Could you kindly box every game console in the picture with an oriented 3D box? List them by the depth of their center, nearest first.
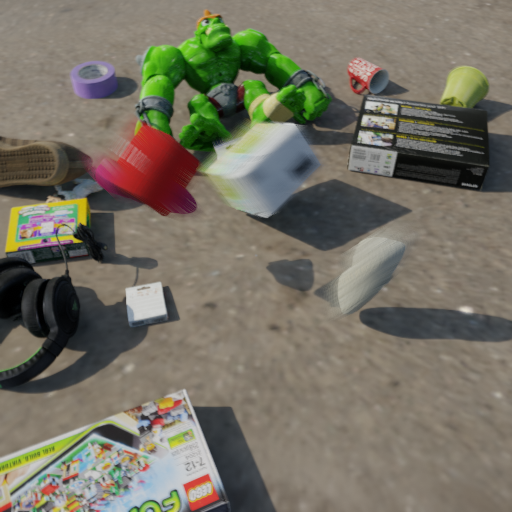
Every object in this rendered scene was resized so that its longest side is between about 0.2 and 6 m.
[{"bbox_3d":[-1.480,-1.232,8.104,0.864,0.595,1.002,26,77,23],"label":"game console"}]

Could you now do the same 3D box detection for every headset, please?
[{"bbox_3d":[-3.610,0.770,9.292,1.876,1.428,3.038,19,65,19],"label":"headset"}]

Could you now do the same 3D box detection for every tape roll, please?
[{"bbox_3d":[-4.143,-4.505,14.333,1.093,0.464,1.093,0,46,0],"label":"tape roll"}]

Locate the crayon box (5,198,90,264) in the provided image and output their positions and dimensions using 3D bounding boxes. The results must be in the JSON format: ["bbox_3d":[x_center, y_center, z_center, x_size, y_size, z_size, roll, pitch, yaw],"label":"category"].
[{"bbox_3d":[-3.911,-0.471,10.634,1.437,0.419,1.240,-8,46,-7],"label":"crayon box"}]

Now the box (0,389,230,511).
[{"bbox_3d":[-2.118,3.107,7.232,3.183,0.553,1.752,-18,50,-16],"label":"box"}]

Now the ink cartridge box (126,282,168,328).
[{"bbox_3d":[-1.893,0.834,9.621,0.647,0.200,0.798,-11,41,-9],"label":"ink cartridge box"}]

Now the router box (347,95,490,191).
[{"bbox_3d":[3.589,-2.556,12.343,2.840,0.725,2.118,11,48,10],"label":"router box"}]

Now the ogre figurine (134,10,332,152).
[{"bbox_3d":[-0.832,-3.870,12.740,4.551,2.233,2.729,-26,69,-4],"label":"ogre figurine"}]

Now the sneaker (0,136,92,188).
[{"bbox_3d":[-4.891,-1.922,11.719,3.181,1.121,1.202,11,11,25],"label":"sneaker"}]

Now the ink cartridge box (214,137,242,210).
[{"bbox_3d":[-0.329,-1.660,11.280,0.659,0.260,1.326,-22,95,-14],"label":"ink cartridge box"}]

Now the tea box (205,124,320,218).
[{"bbox_3d":[0.105,-1.630,10.439,1.474,0.985,1.451,-46,28,-14],"label":"tea box"}]

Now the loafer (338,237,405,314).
[{"bbox_3d":[1.717,0.363,8.554,0.658,1.887,0.660,-3,61,-11],"label":"loafer"}]

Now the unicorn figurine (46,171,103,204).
[{"bbox_3d":[-3.599,-1.405,11.508,0.907,0.488,1.321,23,71,24],"label":"unicorn figurine"}]

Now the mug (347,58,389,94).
[{"bbox_3d":[2.752,-4.633,14.350,0.863,0.648,0.972,-22,48,-21],"label":"mug"}]

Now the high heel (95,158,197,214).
[{"bbox_3d":[-1.674,-0.951,8.654,1.693,0.571,0.814,20,21,-20],"label":"high heel"}]

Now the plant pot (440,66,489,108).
[{"bbox_3d":[4.907,-3.828,13.446,1.032,1.032,0.949,25,63,21],"label":"plant pot"}]
